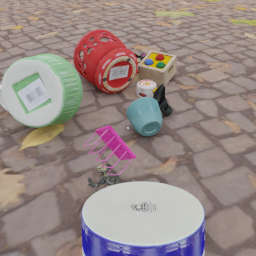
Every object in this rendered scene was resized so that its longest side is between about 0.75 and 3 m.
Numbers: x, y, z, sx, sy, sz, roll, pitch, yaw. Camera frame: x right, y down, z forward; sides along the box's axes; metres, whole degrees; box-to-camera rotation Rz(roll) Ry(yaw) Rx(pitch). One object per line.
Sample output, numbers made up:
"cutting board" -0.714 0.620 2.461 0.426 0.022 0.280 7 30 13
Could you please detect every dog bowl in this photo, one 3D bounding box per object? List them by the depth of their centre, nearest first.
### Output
"dog bowl" 0.316 2.162 6.075 2.629 1.035 2.629 -1 13 0

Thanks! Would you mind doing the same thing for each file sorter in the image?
"file sorter" -0.543 0.650 7.688 0.732 1.167 0.811 -48 17 -29

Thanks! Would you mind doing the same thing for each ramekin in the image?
"ramekin" -3.103 -1.289 9.997 2.679 2.679 1.309 7 14 10

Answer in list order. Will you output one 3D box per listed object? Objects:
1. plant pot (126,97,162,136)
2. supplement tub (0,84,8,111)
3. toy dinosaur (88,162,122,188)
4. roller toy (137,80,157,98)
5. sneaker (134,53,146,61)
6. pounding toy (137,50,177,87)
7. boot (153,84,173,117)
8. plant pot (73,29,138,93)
"plant pot" 0.677 -0.322 10.232 1.269 1.269 1.018 -10 50 -13
"supplement tub" -4.523 -1.510 11.851 1.194 1.194 1.650 24 42 30
"toy dinosaur" -0.526 1.699 7.971 0.991 0.534 2.249 -14 41 -29
"roller toy" 0.838 -1.760 12.653 0.889 0.681 0.975 -10 36 -13
"sneaker" 0.909 -3.670 15.293 1.727 0.724 0.663 18 38 23
"pounding toy" 1.241 -3.349 14.176 2.327 1.065 2.044 20 54 25
"boot" 1.440 -1.104 11.232 0.448 0.891 1.191 -26 35 48
"plant pot" -0.959 -2.931 12.893 2.477 2.477 2.255 -21 50 -26
